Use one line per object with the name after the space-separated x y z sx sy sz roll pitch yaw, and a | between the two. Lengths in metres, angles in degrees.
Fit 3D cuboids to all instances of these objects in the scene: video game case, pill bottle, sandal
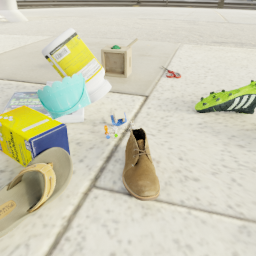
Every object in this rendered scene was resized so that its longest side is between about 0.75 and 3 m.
-3.181 -0.871 10.866 2.932 0.342 2.665 -4 28 -7 | video game case
-1.900 -2.323 10.888 1.517 2.698 1.517 -33 21 14 | pill bottle
-2.161 1.297 6.203 1.102 0.741 2.743 41 43 7 | sandal

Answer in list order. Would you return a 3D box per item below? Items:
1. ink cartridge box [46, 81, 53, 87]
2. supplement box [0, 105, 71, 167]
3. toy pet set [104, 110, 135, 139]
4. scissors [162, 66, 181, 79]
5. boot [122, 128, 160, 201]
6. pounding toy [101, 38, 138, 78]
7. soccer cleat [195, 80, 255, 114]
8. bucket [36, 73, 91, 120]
-2.676 -1.759 12.063 1.167 0.363 1.450 -5 19 -40 | ink cartridge box
-2.780 0.284 7.997 2.073 1.128 1.135 21 36 34 | supplement box
-0.320 -0.052 9.477 1.059 0.562 0.989 -10 65 -12 | toy pet set
2.311 -3.038 15.082 0.773 0.147 2.113 -4 28 -2 | scissors
0.283 0.839 7.249 0.899 0.922 2.443 -2 30 -7 | boot
-0.412 -3.669 14.474 1.634 1.775 1.262 8 30 14 | pounding toy
4.035 -0.947 10.467 2.980 1.208 1.006 -18 27 12 | soccer cleat
-1.242 -0.618 5.563 0.997 0.649 0.997 -23 10 4 | bucket
